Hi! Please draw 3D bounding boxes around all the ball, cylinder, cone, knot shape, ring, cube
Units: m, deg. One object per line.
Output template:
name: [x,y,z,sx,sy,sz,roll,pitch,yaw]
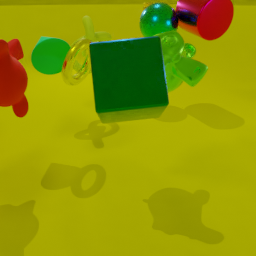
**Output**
ball: [1.020,-3.458,9.283,1.296,1.296,1.296,0,26,0]
cylinder: [2.462,-3.717,9.149,1.367,1.367,1.367,-11,36,-21]
cone: [-1.846,-1.851,6.369,0.914,0.914,0.917,-13,50,-25]
knot shape: [-1.078,-2.422,7.909,0.720,1.458,1.558,26,60,13]
ring: [-1.047,-1.404,6.030,0.214,1.072,1.072,30,34,12]
cube: [0.002,-0.473,2.998,0.703,0.703,0.703,-6,-8,-1]

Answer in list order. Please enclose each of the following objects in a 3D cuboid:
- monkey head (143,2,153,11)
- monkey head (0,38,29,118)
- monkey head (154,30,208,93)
monkey head: [0.976,-4.738,11.262,0.747,0.625,1.038,8,17,25]
monkey head: [-2.117,-1.011,4.912,1.021,1.694,1.219,30,57,18]
monkey head: [0.809,-1.037,5.167,1.303,1.092,1.812,35,79,23]
